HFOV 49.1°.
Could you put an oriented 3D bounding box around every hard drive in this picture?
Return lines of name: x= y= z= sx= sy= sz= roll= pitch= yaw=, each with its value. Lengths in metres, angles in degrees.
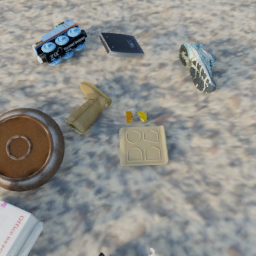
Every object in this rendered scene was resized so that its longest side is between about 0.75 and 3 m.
hard drive: x=-0.217 y=-2.797 z=9.537 sx=1.452 sy=0.307 sz=0.980 roll=-9 pitch=61 yaw=-38

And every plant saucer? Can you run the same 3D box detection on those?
plant saucer: x=-2.789 y=0.519 z=7.289 sx=2.236 sy=0.359 sz=2.236 roll=1 pitch=79 yaw=-3

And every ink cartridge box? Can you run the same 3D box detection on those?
ink cartridge box: x=-2.901 y=2.369 z=6.365 sx=1.794 sy=1.123 sz=1.153 roll=20 pitch=60 yaw=12

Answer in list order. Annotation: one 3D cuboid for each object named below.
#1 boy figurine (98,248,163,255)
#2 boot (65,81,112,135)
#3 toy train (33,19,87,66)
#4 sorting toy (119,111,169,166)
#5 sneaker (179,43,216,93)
boy figurine: x=0.510 y=3.437 z=5.871 sx=2.665 sy=0.859 sz=1.657 roll=14 pitch=57 yaw=8
boot: x=-1.402 y=-0.667 z=8.658 sx=1.294 sy=0.489 sz=1.478 roll=33 pitch=65 yaw=19
toy train: x=-2.439 y=-3.013 z=9.941 sx=2.032 sy=0.881 sz=1.161 roll=-38 pitch=56 yaw=-19
sorting toy: x=0.421 y=0.278 z=8.232 sx=1.351 sy=0.243 sz=1.813 roll=-4 pitch=58 yaw=2
sneaker: x=2.544 y=-2.122 z=9.372 sx=0.939 sy=0.844 sz=2.175 roll=-12 pitch=59 yaw=-11
